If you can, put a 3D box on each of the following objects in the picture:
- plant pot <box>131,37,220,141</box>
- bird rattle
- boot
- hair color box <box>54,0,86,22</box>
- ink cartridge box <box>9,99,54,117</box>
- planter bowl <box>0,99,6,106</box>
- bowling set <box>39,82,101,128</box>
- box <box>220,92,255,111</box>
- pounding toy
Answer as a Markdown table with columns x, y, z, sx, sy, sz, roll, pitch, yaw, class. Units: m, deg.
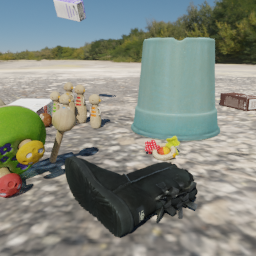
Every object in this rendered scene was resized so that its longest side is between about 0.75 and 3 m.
| x | y | z | sx | sy | sz | roll | pitch | yaw | class |
| --- | --- | --- | --- | --- | --- | --- | --- | --- | --- |
| 1.569 | -1.376 | 9.057 | 2.948 | 2.887 | 2.948 | 0 | 14 | 0 | plant pot |
| 0.836 | 0.509 | 6.783 | 0.858 | 0.484 | 0.700 | -3 | 31 | 0 | bird rattle |
| 0.042 | 0.896 | 4.686 | 1.610 | 0.727 | 1.965 | -14 | 27 | -35 | boot |
| -2.325 | -4.761 | 11.204 | 1.288 | 0.704 | 0.417 | 24 | 52 | 28 | hair color box |
| -3.683 | -0.577 | 10.393 | 1.427 | 0.659 | 2.618 | 0 | 16 | -1 | ink cartridge box |
| -4.194 | -0.195 | 7.867 | 1.448 | 1.448 | 0.975 | -3 | 41 | -11 | planter bowl |
| -2.177 | -0.775 | 9.666 | 1.799 | 1.388 | 2.585 | -12 | 19 | -39 | bowling set |
| 5.167 | -1.248 | 12.958 | 0.864 | 0.647 | 1.726 | -7 | 14 | -23 | box |
| -1.887 | 0.514 | 5.193 | 2.156 | 1.664 | 1.001 | -11 | 43 | -45 | pounding toy |
